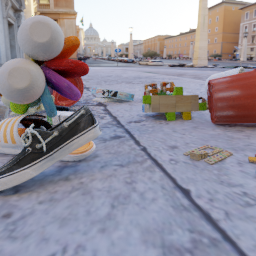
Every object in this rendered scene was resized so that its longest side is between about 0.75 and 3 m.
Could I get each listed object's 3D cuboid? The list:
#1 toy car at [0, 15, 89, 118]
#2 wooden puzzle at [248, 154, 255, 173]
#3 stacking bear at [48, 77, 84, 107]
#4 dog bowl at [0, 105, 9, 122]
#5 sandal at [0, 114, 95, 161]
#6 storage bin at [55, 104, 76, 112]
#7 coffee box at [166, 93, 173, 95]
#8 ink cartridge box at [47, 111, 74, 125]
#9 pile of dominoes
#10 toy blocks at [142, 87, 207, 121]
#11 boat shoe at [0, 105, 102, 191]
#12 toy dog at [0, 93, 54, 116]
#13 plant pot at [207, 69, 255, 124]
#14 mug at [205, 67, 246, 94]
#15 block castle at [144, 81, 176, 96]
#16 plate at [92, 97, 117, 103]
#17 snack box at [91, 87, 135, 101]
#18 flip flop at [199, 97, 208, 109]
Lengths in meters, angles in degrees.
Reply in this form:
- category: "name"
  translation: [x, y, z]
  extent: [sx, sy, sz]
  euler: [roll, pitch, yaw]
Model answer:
- category: "toy car"
  translation: [-1.959, -1.344, 6.986]
  extent: [1.826, 2.436, 2.132]
  euler: [23, -8, -13]
- category: "wooden puzzle"
  translation: [3.324, 0.835, 5.566]
  extent: [1.948, 0.137, 1.155]
  euler: [14, 20, 42]
- category: "stacking bear"
  translation: [-3.643, -1.867, 13.110]
  extent: [2.991, 1.816, 1.701]
  euler: [4, 7, 41]
- category: "dog bowl"
  translation: [-4.716, -0.132, 8.047]
  extent: [2.484, 0.728, 2.484]
  euler: [-1, 15, 0]
- category: "sandal"
  translation: [-2.173, 0.075, 6.725]
  extent: [3.003, 0.861, 1.151]
  euler: [5, 26, 19]
- category: "storage bin"
  translation: [-2.297, -0.594, 10.247]
  extent: [0.795, 0.578, 0.534]
  euler: [7, 6, 26]
- category: "coffee box"
  translation: [2.267, -1.729, 14.961]
  extent: [1.032, 0.227, 0.634]
  euler: [10, 20, 35]
- category: "ink cartridge box"
  translation: [-2.198, -0.333, 9.490]
  extent: [0.869, 0.366, 0.635]
  euler: [4, 16, 16]
- category: "pile of dominoes"
  translation: [1.901, 0.544, 6.580]
  extent: [1.069, 0.170, 0.833]
  euler: [-14, 19, -40]
- category: "toy blocks"
  translation: [1.497, -0.903, 10.635]
  extent: [2.379, 1.189, 1.626]
  euler: [-2, 4, -13]
- category: "boat shoe"
  translation: [-1.568, 0.292, 5.153]
  extent: [2.263, 0.773, 0.836]
  euler: [-30, 15, -18]
- category: "toy dog"
  translation: [-4.226, -1.151, 11.227]
  extent: [1.911, 1.334, 1.853]
  euler: [11, 62, 34]
- category: "plant pot"
  translation: [3.706, -0.962, 9.225]
  extent: [1.960, 2.015, 2.015]
  euler: [-6, 14, 10]
- category: "mug"
  translation: [4.880, -1.906, 13.929]
  extent: [1.701, 2.072, 1.659]
  euler: [1, 45, 38]
- category: "block castle"
  translation: [1.648, -1.798, 14.262]
  extent: [1.662, 0.780, 1.111]
  euler: [-7, 28, -1]
- category: "plate"
  translation: [-1.180, -1.443, 14.068]
  extent: [0.942, 0.152, 0.940]
  euler: [-14, 21, -42]
- category: "snack box"
  translation: [-0.788, -1.733, 14.186]
  extent: [1.999, 0.371, 1.161]
  euler: [15, 7, 41]
- category: "flip flop"
  translation: [3.032, -1.075, 12.005]
  extent: [1.735, 0.499, 0.704]
  euler: [-8, 17, -28]
